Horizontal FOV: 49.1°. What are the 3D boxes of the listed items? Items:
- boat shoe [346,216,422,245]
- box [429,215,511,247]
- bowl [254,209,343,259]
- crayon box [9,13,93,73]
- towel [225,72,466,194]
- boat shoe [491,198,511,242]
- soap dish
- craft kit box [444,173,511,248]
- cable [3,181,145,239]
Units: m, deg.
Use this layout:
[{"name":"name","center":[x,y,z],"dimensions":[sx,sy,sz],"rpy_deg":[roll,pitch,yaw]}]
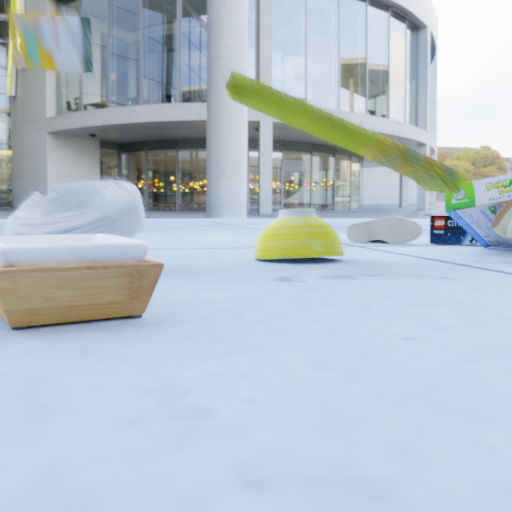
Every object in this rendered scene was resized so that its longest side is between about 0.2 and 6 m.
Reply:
[{"name":"boat shoe","center":[2.856,-0.554,12.322],"dimensions":[1.718,0.617,0.511],"rpy_deg":[-3,5,38]},{"name":"box","center":[5.742,-0.542,11.704],"dimensions":[3.463,0.653,2.365],"rpy_deg":[4,6,39]},{"name":"bowl","center":[0.605,-0.322,8.227],"dimensions":[1.320,0.710,1.320],"rpy_deg":[-3,1,0]},{"name":"crayon box","center":[-2.573,-2.684,7.047],"dimensions":[1.018,0.640,0.263],"rpy_deg":[10,23,14]},{"name":"towel","center":[1.112,-1.593,7.585],"dimensions":[3.267,0.295,1.406],"rpy_deg":[23,4,-5]},{"name":"boat shoe","center":[4.331,-0.263,8.317],"dimensions":[2.338,0.833,0.754],"rpy_deg":[6,31,-42]},{"name":"soap dish","center":[-1.403,0.139,4.032],"dimensions":[1.060,0.547,1.347],"rpy_deg":[-3,5,-31]},{"name":"craft kit box","center":[4.689,-0.795,9.442],"dimensions":[2.305,0.566,2.334],"rpy_deg":[-6,-17,35]},{"name":"cable","center":[-2.281,-0.434,7.078],"dimensions":[1.721,0.596,1.722],"rpy_deg":[-5,26,15]}]
